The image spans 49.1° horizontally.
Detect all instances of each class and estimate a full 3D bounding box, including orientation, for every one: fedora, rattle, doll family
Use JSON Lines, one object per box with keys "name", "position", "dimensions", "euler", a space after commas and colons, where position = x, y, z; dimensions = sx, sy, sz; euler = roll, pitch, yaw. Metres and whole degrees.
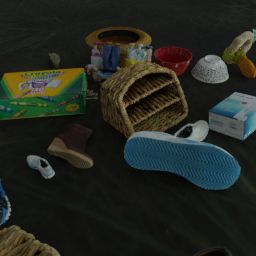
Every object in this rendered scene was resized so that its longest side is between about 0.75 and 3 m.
{"name": "fedora", "position": [-0.397, -3.389, 11.984], "dimensions": [2.943, 1.200, 2.943], "euler": [-1, 37, 1]}
{"name": "rattle", "position": [5.249, -3.196, 11.797], "dimensions": [2.382, 1.551, 1.702], "euler": [-20, 44, -42]}
{"name": "doll family", "position": [-0.323, -2.211, 10.284], "dimensions": [2.793, 1.733, 1.258], "euler": [5, 11, 5]}

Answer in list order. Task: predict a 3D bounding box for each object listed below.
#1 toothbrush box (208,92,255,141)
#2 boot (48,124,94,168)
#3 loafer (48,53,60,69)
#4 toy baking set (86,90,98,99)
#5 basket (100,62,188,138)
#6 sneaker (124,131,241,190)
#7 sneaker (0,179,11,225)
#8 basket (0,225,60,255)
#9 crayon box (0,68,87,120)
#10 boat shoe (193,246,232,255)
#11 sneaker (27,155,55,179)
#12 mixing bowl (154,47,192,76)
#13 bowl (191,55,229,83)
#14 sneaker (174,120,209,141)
{"name": "toothbrush box", "position": [3.438, -0.414, 8.668], "dimensions": [1.611, 0.687, 1.179], "euler": [-29, 37, -33]}
{"name": "boot", "position": [-1.354, 0.425, 7.891], "dimensions": [1.531, 0.554, 1.274], "euler": [17, 44, 24]}
{"name": "loafer", "position": [-3.118, -2.930, 12.005], "dimensions": [0.415, 0.468, 1.232], "euler": [-19, 43, -14]}
{"name": "toy baking set", "position": [-1.469, -1.229, 10.247], "dimensions": [0.612, 0.093, 0.797], "euler": [-24, 45, -26]}
{"name": "basket", "position": [0.585, -0.926, 8.615], "dimensions": [2.399, 1.712, 1.787], "euler": [-28, 46, -29]}
{"name": "sneaker", "position": [1.384, 0.681, 7.138], "dimensions": [2.906, 1.112, 1.174], "euler": [16, 14, 2]}
{"name": "sneaker", "position": [-3.437, 1.549, 6.524], "dimensions": [0.941, 0.814, 2.171], "euler": [-31, 44, -14]}
{"name": "basket", "position": [-1.990, 3.153, 3.937], "dimensions": [1.971, 2.057, 2.762], "euler": [8, 39, 38]}
{"name": "crayon box", "position": [-2.882, -1.198, 9.545], "dimensions": [2.877, 0.838, 1.709], "euler": [-5, 40, -2]}
{"name": "boat shoe", "position": [0.842, 2.813, 4.865], "dimensions": [2.353, 0.796, 0.845], "euler": [-20, 45, -20]}
{"name": "sneaker", "position": [-2.334, 0.911, 7.418], "dimensions": [0.998, 0.432, 0.374], "euler": [25, 47, 29]}
{"name": "mixing bowl", "position": [1.783, -2.603, 11.334], "dimensions": [1.508, 0.817, 1.508], "euler": [0, 39, 0]}
{"name": "bowl", "position": [3.357, -2.476, 11.278], "dimensions": [1.493, 0.701, 1.493], "euler": [0, 41, 0]}
{"name": "sneaker", "position": [1.893, 0.135, 8.229], "dimensions": [0.590, 0.572, 1.615], "euler": [30, 48, 31]}
